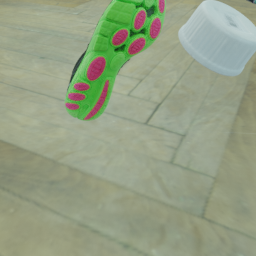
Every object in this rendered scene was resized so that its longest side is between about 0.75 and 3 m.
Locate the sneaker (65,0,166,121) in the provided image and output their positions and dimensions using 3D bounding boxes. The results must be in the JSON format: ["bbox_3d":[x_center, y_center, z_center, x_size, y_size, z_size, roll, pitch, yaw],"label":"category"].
[{"bbox_3d":[-0.333,-1.260,4.509,0.917,2.390,1.001,30,15,-30],"label":"sneaker"}]

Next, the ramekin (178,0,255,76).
[{"bbox_3d":[2.012,-1.981,6.029,1.671,0.815,1.671,16,47,-18],"label":"ramekin"}]

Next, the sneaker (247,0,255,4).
[{"bbox_3d":[3.692,-3.653,7.744,1.994,0.742,0.873,2,5,-13],"label":"sneaker"}]
